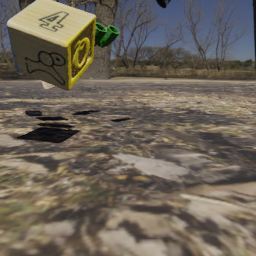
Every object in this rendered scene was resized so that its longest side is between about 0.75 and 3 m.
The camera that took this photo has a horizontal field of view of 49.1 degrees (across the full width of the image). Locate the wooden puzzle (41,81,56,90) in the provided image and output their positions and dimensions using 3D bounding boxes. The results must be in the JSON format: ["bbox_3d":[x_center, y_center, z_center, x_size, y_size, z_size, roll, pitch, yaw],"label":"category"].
[{"bbox_3d":[-2.354,-1.865,9.064,1.073,0.992,0.200,-18,6,7],"label":"wooden puzzle"}]

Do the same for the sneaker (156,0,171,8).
[{"bbox_3d":[0.875,-3.553,6.974,0.439,0.447,1.159,42,-3,21],"label":"sneaker"}]

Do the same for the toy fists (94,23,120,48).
[{"bbox_3d":[-0.960,-3.146,9.558,0.780,0.526,1.531,-43,-9,30],"label":"toy fists"}]

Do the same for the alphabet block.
[{"bbox_3d":[-1.567,-1.804,6.028,1.318,1.287,1.294,22,53,6],"label":"alphabet block"}]
